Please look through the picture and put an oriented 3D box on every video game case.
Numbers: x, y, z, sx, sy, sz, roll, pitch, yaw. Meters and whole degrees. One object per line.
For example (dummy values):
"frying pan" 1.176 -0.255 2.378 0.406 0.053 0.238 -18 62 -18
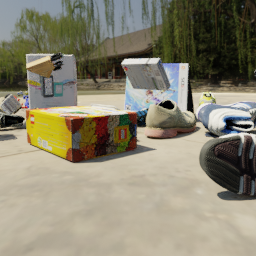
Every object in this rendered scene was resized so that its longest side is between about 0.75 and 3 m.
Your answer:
"video game case" 1.188 -1.504 11.740 2.602 2.358 0.591 2 -11 12

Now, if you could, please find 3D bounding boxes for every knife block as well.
"knife block" -2.842 -2.301 9.773 1.128 0.990 0.361 17 26 -30

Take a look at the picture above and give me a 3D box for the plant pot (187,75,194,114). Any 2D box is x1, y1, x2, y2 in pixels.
"plant pot" 1.820 -1.709 13.248 2.625 2.329 2.619 4 11 15

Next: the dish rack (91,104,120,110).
"dish rack" -0.530 -0.148 8.188 1.401 1.202 0.305 12 54 48

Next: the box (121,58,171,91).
"box" 0.622 -1.849 9.741 1.509 1.177 0.311 8 52 38

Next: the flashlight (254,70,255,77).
"flashlight" 4.432 -2.023 8.908 1.261 0.428 0.427 -41 22 -26

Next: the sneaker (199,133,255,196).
"sneaker" 2.016 0.549 4.674 2.334 0.883 1.348 8 2 -15

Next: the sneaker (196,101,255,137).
"sneaker" 3.509 -0.170 8.482 2.554 1.029 1.870 2 18 -10

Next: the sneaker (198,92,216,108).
"sneaker" 4.433 -1.445 15.398 1.062 1.077 2.818 0 9 9

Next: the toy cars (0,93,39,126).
"toy cars" -3.719 -0.479 9.689 2.578 1.156 0.571 25 57 27

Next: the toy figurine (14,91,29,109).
"toy figurine" -5.454 -1.312 16.299 1.329 1.171 2.219 36 23 20

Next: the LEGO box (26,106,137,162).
"LEGO box" -1.231 0.017 7.062 1.801 0.933 2.418 -8 13 -41

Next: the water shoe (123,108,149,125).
"water shoe" 0.460 -0.303 10.373 1.880 0.672 0.742 -5 26 11

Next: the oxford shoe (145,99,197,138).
"oxford shoe" 1.544 -0.403 9.135 1.035 1.079 2.924 6 11 30

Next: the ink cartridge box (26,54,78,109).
"ink cartridge box" -3.425 -1.931 13.029 2.040 2.793 2.049 -1 10 -8

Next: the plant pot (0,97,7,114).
"plant pot" -5.835 -0.861 12.947 0.907 0.907 0.969 -1 23 -4

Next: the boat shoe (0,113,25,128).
"boat shoe" -4.360 -0.223 9.537 1.666 0.615 0.569 5 -8 -33
